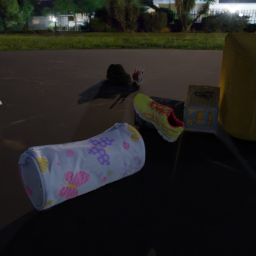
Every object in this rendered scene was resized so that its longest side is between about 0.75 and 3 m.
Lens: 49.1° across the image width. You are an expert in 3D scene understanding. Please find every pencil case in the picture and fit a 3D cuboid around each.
[{"bbox_3d":[-0.781,0.651,5.390,2.433,1.104,1.011,-17,24,-38],"label":"pencil case"}]

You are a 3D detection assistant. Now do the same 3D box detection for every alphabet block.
[{"bbox_3d":[2.302,-0.631,8.706,1.011,1.006,1.030,8,47,15],"label":"alphabet block"}]

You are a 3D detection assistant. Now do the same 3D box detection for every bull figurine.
[{"bbox_3d":[0.636,-3.115,16.499,0.540,1.006,1.657,19,8,-19],"label":"bull figurine"}]

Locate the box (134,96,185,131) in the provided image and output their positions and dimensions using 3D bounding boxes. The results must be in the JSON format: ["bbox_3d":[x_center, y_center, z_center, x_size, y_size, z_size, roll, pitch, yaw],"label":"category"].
[{"bbox_3d":[1.036,-0.463,9.008,1.246,0.786,1.268,11,21,28],"label":"box"}]

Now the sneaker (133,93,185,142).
[{"bbox_3d":[0.857,-0.404,7.418,1.632,0.737,0.638,42,50,0],"label":"sneaker"}]

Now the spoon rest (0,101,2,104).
[{"bbox_3d":[-5.862,-1.010,11.353,0.726,0.443,1.461,14,11,32],"label":"spoon rest"}]

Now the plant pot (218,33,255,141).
[{"bbox_3d":[4.157,-0.962,7.726,2.875,2.856,2.941,4,26,11],"label":"plant pot"}]

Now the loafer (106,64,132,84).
[{"bbox_3d":[-0.670,-3.311,16.808,1.061,1.037,2.907,-9,21,-23],"label":"loafer"}]
